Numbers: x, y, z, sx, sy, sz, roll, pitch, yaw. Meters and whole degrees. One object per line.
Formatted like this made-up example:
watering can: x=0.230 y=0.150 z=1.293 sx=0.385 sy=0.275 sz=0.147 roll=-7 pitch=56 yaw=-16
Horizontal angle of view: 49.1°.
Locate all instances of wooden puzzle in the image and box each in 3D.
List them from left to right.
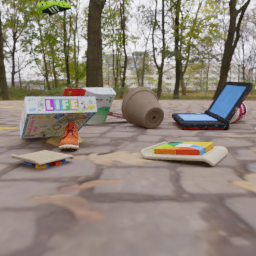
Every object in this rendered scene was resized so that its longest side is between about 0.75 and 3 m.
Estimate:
wooden puzzle: x=-1.542 y=0.572 z=5.083 sx=0.780 sy=0.195 sz=0.842 roll=6 pitch=5 yaw=36
wooden puzzle: x=1.171 y=0.444 z=5.698 sx=1.440 sy=0.268 sz=1.332 roll=4 pitch=8 yaw=31

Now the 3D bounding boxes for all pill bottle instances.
pill bottle: x=4.614 y=-0.755 z=12.328 sx=0.985 sy=0.985 sz=1.744 roll=6 pitch=9 yaw=37

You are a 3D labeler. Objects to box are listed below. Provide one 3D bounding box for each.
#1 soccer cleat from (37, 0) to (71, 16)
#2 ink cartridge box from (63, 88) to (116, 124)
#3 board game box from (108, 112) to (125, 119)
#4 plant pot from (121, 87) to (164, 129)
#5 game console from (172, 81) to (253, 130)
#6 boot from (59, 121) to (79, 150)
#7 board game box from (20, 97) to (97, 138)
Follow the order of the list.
soccer cleat: x=-2.238 y=-3.627 z=8.484 sx=1.047 sy=0.354 sz=0.424 roll=-14 pitch=-29 yaw=-29
ink cartridge box: x=-1.605 y=-0.823 z=10.877 sx=1.972 sy=1.587 sz=0.494 roll=-7 pitch=48 yaw=-34
board game box: x=-0.288 y=-0.506 z=12.195 sx=1.632 sy=0.159 sz=0.840 roll=12 pitch=-2 yaw=-35
plant pot: x=0.678 y=-0.636 z=10.407 sx=1.517 sy=1.517 sz=1.323 roll=-3 pitch=25 yaw=-25
game console: x=3.038 y=-0.952 z=10.763 sx=2.394 sy=1.648 sz=2.778 roll=0 pitch=10 yaw=1
boot: x=-1.350 y=0.172 z=6.471 sx=0.435 sy=0.621 sz=1.159 roll=1 pitch=7 yaw=-8
board game box: x=-1.895 y=-0.223 z=7.228 sx=1.574 sy=0.401 sz=2.342 roll=-4 pitch=-13 yaw=-25
